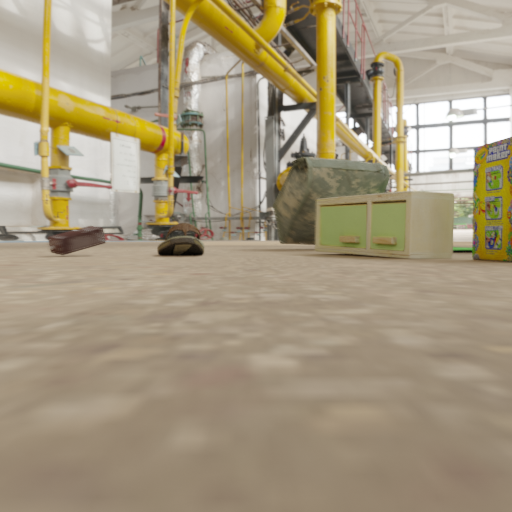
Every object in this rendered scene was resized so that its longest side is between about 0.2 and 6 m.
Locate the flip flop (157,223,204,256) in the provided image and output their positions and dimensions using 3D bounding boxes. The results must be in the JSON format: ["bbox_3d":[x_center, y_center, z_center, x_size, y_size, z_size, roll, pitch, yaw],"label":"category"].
[{"bbox_3d":[-1.157,-0.268,9.035,0.733,0.520,1.807,0,2,0],"label":"flip flop"}]

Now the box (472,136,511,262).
[{"bbox_3d":[3.505,-0.648,6.727,1.484,1.429,0.905,-1,2,-8],"label":"box"}]

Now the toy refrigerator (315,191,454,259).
[{"bbox_3d":[1.797,-0.461,8.472,0.840,0.912,2.402,0,3,-26],"label":"toy refrigerator"}]

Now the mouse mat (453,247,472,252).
[{"bbox_3d":[3.688,-0.131,11.668,2.220,0.104,2.758,-1,3,-19],"label":"mouse mat"}]

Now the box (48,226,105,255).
[{"bbox_3d":[-2.713,-0.241,8.483,0.368,0.276,0.735,9,23,42],"label":"box"}]

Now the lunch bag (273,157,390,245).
[{"bbox_3d":[1.669,-1.370,12.739,1.975,1.416,2.409,3,-35,-17],"label":"lunch bag"}]
